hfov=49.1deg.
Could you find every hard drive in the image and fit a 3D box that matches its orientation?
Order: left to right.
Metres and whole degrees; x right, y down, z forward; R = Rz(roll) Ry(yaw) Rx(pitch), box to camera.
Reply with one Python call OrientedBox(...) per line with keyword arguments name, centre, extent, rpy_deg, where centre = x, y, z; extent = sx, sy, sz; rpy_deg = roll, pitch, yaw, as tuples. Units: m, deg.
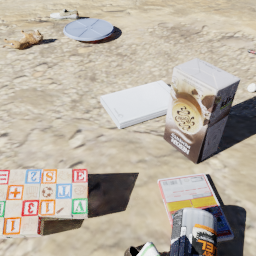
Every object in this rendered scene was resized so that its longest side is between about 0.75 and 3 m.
OrientedBox(name="hard drive", centre=(0.481, -0.865, 9.407), extent=(2.414, 0.322, 1.592), rpy_deg=(-18, 44, -19))

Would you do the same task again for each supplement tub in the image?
OrientedBox(name="supplement tub", centre=(1.210, 2.306, 5.221), extent=(0.866, 0.866, 1.414), rpy_deg=(8, 54, 9))

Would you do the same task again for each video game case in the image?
OrientedBox(name="video game case", centre=(1.487, 1.817, 6.452), extent=(1.233, 0.150, 1.724), rpy_deg=(-6, 41, -7))

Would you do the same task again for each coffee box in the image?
OrientedBox(name="coffee box", centre=(1.803, -0.404, 7.320), extent=(0.940, 2.356, 1.331), rpy_deg=(-26, 47, -30))

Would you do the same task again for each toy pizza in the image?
OrientedBox(name="toy pizza", centre=(-1.920, -4.784, 13.855), extent=(2.493, 0.395, 2.493), rpy_deg=(1, 42, -1))

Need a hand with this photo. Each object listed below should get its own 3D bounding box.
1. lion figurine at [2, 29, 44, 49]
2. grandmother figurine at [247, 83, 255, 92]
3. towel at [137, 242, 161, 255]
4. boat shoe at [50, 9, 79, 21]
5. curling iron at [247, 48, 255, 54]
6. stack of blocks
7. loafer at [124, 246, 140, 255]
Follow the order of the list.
OrientedBox(name="lion figurine", centre=(-4.790, -3.971, 12.873), extent=(1.060, 0.627, 1.732), rpy_deg=(33, 64, 22))
OrientedBox(name="grandmother figurine", centre=(4.934, -1.484, 10.128), extent=(1.211, 0.367, 0.734), rpy_deg=(-7, 14, -4))
OrientedBox(name="towel", centre=(0.511, 2.777, 4.272), extent=(0.204, 1.329, 1.743), rpy_deg=(-7, 51, -24))
OrientedBox(name="boat shoe", centre=(-3.502, -6.284, 15.448), extent=(1.624, 0.556, 0.607), rpy_deg=(2, 41, 2))
OrientedBox(name="curling iron", centre=(5.904, -3.244, 12.255), extent=(1.321, 0.169, 0.327), rpy_deg=(24, 46, 25))
OrientedBox(name="stack of blocks", centre=(-1.996, 1.597, 5.958), extent=(2.282, 0.668, 1.314), rpy_deg=(0, 64, -8))
OrientedBox(name="loafer", centre=(0.324, 2.663, 5.304), extent=(1.083, 0.386, 0.395), rpy_deg=(31, 50, 31))
